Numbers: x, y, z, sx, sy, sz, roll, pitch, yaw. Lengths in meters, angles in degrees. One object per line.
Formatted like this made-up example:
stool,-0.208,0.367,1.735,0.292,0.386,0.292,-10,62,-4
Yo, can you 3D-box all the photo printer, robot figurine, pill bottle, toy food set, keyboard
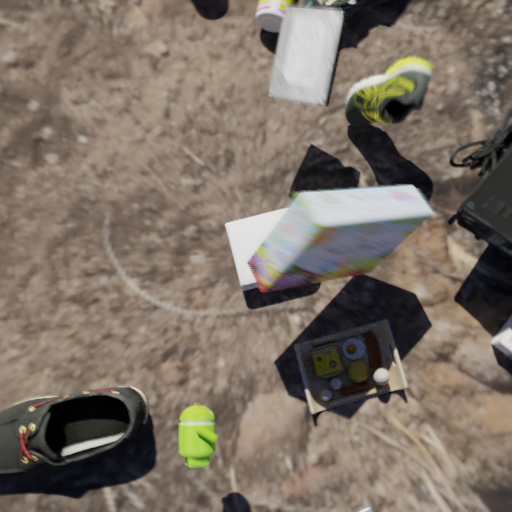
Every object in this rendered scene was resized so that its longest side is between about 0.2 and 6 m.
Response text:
photo printer,0.296,-0.147,9.192,1.396,0.485,1.161,-14,79,-2
robot figurine,-0.752,2.278,7.145,0.449,0.680,0.775,2,77,-17
pill bottle,0.396,-4.642,10.013,0.588,0.588,1.128,14,80,3
toy food set,1.472,1.744,8.836,1.558,0.471,1.118,-14,79,-3
keyboard,4.916,-1.616,9.043,2.410,0.918,4.631,40,68,21

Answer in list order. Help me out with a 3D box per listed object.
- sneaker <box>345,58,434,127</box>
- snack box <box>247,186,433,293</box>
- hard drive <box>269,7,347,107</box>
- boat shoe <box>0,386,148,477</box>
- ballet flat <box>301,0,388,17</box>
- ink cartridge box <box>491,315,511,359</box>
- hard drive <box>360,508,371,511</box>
sneaker,1.981,-2.415,8.883,0.696,1.869,0.791,20,71,-20
snack box,1.164,-0.251,7.761,2.186,1.554,0.579,-9,59,-36
hard drive,0.745,-2.932,8.248,0.915,0.248,1.310,17,102,23
boat shoe,-3.143,2.653,8.463,2.932,0.919,1.073,-15,82,-1
ballet flat,1.958,-4.888,9.920,2.543,0.929,0.929,-30,81,-6
ink cartridge box,4.445,1.421,8.911,1.048,0.449,0.773,39,81,9
hard drive,1.280,4.536,8.450,1.367,0.173,0.902,-22,80,-4
